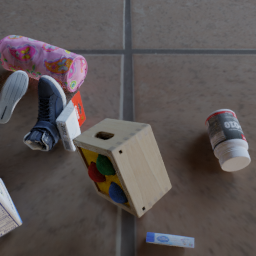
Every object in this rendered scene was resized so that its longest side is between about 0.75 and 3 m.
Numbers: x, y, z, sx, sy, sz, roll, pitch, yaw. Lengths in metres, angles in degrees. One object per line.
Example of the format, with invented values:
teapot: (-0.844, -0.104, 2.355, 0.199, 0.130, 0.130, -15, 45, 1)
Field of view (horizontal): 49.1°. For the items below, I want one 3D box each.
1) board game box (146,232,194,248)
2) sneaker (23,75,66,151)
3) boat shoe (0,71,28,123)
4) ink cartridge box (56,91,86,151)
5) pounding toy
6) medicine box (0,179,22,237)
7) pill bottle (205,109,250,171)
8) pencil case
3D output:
board game box: (0.841, 2.313, 5.773, 0.915, 0.920, 0.200, 6, 68, 6)
sneaker: (-2.137, -0.287, 7.135, 0.706, 1.857, 1.342, 3, 29, 18)
boat shoe: (-3.349, -0.917, 7.906, 0.592, 1.646, 0.510, 24, 15, -35)
ink cartridge box: (-1.423, -0.200, 7.697, 0.318, 1.077, 1.345, 10, 45, 17)
pounding toy: (-0.221, 1.100, 5.980, 1.088, 2.377, 2.088, -34, 25, -30)
medicine box: (-3.710, 1.497, 5.237, 2.416, 2.653, 1.365, -28, 57, -21)
pill bottle: (2.658, 0.318, 7.485, 0.866, 0.866, 1.521, -3, 51, -3)
pencil case: (-2.849, -2.161, 9.282, 2.946, 1.288, 1.288, 19, 53, 15)
